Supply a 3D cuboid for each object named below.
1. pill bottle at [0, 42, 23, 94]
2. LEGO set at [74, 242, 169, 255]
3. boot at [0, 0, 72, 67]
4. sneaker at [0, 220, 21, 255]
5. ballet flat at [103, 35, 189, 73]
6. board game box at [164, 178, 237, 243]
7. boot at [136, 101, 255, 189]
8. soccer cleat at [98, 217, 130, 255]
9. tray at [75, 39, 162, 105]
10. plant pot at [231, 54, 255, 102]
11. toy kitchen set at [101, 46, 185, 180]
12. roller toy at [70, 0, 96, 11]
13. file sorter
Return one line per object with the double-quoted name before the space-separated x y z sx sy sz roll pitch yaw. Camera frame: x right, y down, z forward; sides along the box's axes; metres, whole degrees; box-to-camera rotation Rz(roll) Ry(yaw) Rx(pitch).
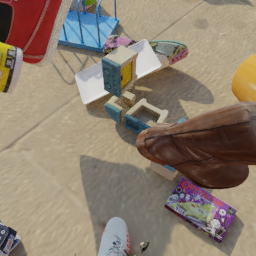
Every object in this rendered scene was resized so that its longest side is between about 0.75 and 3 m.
"pill bottle" -2.843 -1.238 5.049 1.643 0.914 0.914 11 47 -31
"LEGO set" -0.044 2.735 4.992 2.435 0.690 1.581 27 72 -12
"boot" -2.298 -3.060 6.142 1.080 2.152 2.983 12 90 24
"sneaker" -2.470 2.643 5.181 1.164 0.752 2.146 -31 56 -19
"ballet flat" 0.473 -2.271 8.797 2.726 0.942 0.970 14 67 16
"board game box" 1.592 1.775 6.180 1.363 0.220 0.818 29 55 20
"boot" 1.469 0.326 3.405 2.152 2.309 0.742 16 73 -23
"soccer cleat" -0.314 2.502 5.288 0.595 0.739 1.735 8 54 6
"tray" -0.320 -1.604 8.222 2.452 0.272 1.316 -26 57 5
"plant pot" 3.825 -0.906 7.148 2.161 2.161 1.978 -20 40 -14
"toy kitchen set" 0.438 -0.384 6.618 2.536 2.032 1.494 29 58 20
"roller toy" -2.080 -5.427 10.933 1.591 1.112 1.452 -5 54 -4
"file sorter" -1.871 -4.046 9.588 2.681 1.645 1.861 14 54 11
